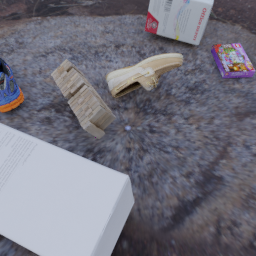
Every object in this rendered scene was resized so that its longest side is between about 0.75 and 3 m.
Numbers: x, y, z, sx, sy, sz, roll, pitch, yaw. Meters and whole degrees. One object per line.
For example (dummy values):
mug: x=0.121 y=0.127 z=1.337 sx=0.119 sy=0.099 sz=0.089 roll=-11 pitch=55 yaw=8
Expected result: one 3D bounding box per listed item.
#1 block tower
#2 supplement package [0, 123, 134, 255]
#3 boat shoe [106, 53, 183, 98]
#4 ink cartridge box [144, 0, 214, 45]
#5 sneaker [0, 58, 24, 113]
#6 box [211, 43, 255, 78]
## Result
block tower: x=-1.189 y=-0.828 z=7.288 sx=0.709 sy=0.663 sz=2.453 roll=-42 pitch=52 yaw=9
supplement package: x=-1.463 y=1.360 z=5.197 sx=2.730 sy=1.635 sz=1.655 roll=21 pitch=64 yaw=16
boat shoe: x=0.476 y=-1.375 z=7.656 sx=2.231 sy=0.823 sz=0.772 roll=-15 pitch=82 yaw=25
ink cartridge box: x=1.728 y=-3.874 z=9.303 sx=1.923 sy=1.397 sz=1.391 roll=18 pitch=45 yaw=6
sneaker: x=-3.772 y=-1.622 z=7.889 sx=1.045 sy=1.088 sz=2.775 roll=-32 pitch=53 yaw=-23
box: x=3.287 y=-2.145 z=8.858 sx=0.947 sy=0.271 sz=1.385 roll=-4 pitch=53 yaw=-5
